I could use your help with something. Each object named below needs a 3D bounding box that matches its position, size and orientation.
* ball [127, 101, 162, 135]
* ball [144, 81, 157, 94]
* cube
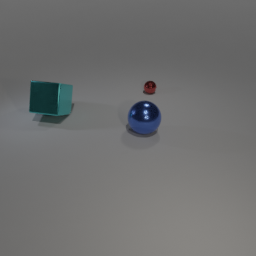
[{"bbox_3d":[0.678,-0.431,11.559,1.400,1.400,1.400,0,31,0],"label":"ball"},{"bbox_3d":[1.201,-2.213,15.188,0.700,0.700,0.700,0,31,0],"label":"ball"},{"bbox_3d":[-3.446,-1.341,12.643,1.400,1.400,1.400,7,7,11],"label":"cube"}]
